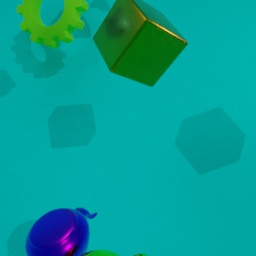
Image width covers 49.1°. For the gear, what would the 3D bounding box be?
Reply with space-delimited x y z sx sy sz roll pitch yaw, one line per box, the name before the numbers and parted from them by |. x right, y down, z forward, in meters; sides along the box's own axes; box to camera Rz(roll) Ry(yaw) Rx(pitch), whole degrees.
gear | -2.041 -3.201 7.482 1.990 0.368 1.990 2 95 21

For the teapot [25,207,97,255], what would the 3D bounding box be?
teapot | -1.087 1.886 4.729 1.062 0.836 1.707 6 35 33

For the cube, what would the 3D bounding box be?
cube | 0.185 -1.525 4.904 1.030 1.030 1.030 -50 49 29

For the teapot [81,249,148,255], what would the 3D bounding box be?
teapot | -0.425 2.331 3.796 1.789 0.876 1.112 -36 92 -15
